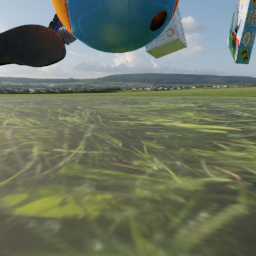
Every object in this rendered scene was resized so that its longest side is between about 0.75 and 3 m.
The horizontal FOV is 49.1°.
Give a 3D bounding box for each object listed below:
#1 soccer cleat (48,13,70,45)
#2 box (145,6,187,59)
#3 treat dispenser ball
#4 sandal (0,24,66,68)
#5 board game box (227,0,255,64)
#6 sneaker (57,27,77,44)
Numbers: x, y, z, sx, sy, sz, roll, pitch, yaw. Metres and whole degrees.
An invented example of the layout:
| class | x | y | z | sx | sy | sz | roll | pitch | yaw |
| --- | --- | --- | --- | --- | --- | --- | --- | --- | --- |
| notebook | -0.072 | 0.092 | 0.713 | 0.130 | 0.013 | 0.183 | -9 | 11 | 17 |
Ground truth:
| class | x | y | z | sx | sy | sz | roll | pitch | yaw |
| --- | --- | --- | --- | --- | --- | --- | --- | --- | --- |
| soccer cleat | -1.557 | -3.731 | 8.950 | 1.050 | 2.510 | 0.811 | 33 | 31 | -28 |
| box | 1.078 | -3.381 | 9.056 | 1.148 | 1.846 | 0.900 | -15 | -10 | 27 |
| treat dispenser ball | -0.273 | -3.067 | 6.043 | 2.827 | 2.827 | 2.827 | 0 | 8 | 0 |
| sandal | -2.633 | -1.829 | 6.506 | 2.479 | 0.943 | 0.531 | -3 | 4 | 4 |
| board game box | 3.049 | -2.978 | 7.226 | 0.396 | 2.166 | 1.639 | 6 | 35 | 7 |
| sneaker | -1.439 | -2.820 | 8.163 | 1.283 | 0.481 | 0.741 | 4 | 34 | 39 |
